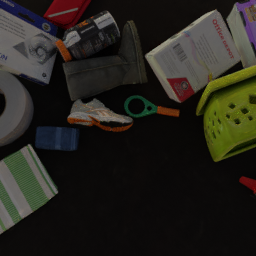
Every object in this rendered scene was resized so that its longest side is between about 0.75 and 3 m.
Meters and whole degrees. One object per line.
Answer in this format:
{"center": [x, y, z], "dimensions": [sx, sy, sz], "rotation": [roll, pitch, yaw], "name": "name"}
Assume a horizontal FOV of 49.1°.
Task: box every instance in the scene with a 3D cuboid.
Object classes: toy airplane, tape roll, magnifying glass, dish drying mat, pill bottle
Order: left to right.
{"center": [-4.296, -0.639, 8.819], "dimensions": [2.418, 0.799, 2.418], "rotation": [0, 78, -1], "name": "tape roll"}
{"center": [-1.785, -4.885, 10.004], "dimensions": [1.141, 0.270, 2.972], "rotation": [27, 79, 7], "name": "dish drying mat"}
{"center": [-1.346, -2.921, 9.177], "dimensions": [1.988, 1.056, 1.056], "rotation": [-30, 79, -7], "name": "pill bottle"}
{"center": [0.770, -0.622, 9.132], "dimensions": [1.795, 0.201, 0.714], "rotation": [10, 78, 1], "name": "magnifying glass"}
{"center": [4.101, 1.641, 8.627], "dimensions": [1.170, 0.215, 1.170], "rotation": [0, 79, -2], "name": "toy airplane"}

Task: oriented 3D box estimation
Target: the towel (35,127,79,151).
{"center": [-2.230, 0.333, 8.858], "dimensions": [1.323, 0.321, 0.738], "rotation": [4, 78, 0], "name": "towel"}

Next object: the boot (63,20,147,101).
{"center": [-0.818, -2.223, 9.203], "dimensions": [2.615, 0.949, 2.377], "rotation": [-11, 76, 5], "name": "boot"}

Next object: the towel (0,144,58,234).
{"center": [-3.618, 1.898, 8.487], "dimensions": [2.516, 0.294, 1.919], "rotation": [-33, 84, -7], "name": "towel"}

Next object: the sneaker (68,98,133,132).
{"center": [-0.825, -0.490, 8.845], "dimensions": [2.034, 0.770, 0.936], "rotation": [8, 65, -4], "name": "sneaker"}

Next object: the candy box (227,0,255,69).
{"center": [5.070, -3.162, 9.260], "dimensions": [2.779, 0.994, 2.331], "rotation": [-13, 78, -2], "name": "candy box"}

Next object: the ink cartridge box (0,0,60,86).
{"center": [-3.293, -2.779, 8.753], "dimensions": [2.268, 0.461, 2.272], "rotation": [19, 74, -40], "name": "ink cartridge box"}

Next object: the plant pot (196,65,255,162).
{"center": [3.268, -0.441, 8.162], "dimensions": [2.159, 2.148, 1.959], "rotation": [-21, 72, -4], "name": "plant pot"}

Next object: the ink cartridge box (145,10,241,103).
{"center": [1.988, -2.167, 8.654], "dimensions": [2.347, 1.005, 1.732], "rotation": [-35, 108, -4], "name": "ink cartridge box"}
